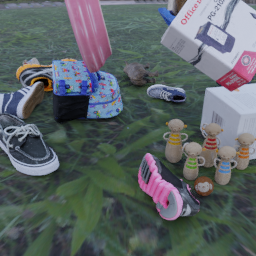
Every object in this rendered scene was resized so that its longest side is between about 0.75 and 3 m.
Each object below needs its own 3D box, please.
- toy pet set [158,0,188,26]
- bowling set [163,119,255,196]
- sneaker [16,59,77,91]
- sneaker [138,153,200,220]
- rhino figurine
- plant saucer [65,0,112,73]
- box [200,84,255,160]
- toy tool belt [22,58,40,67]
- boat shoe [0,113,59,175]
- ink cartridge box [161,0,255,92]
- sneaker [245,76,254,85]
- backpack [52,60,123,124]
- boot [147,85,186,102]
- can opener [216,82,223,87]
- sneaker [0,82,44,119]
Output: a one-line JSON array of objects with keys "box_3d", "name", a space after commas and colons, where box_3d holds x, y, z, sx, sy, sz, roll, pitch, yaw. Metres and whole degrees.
[{"box_3d": [1.192, -3.681, 7.964, 2.668, 1.417, 2.491, 5, -8, 27], "name": "toy pet set"}, {"box_3d": [1.832, 0.638, 6.134, 2.141, 1.149, 1.490, 3, 29, 6], "name": "bowling set"}, {"box_3d": [-2.872, -1.958, 11.061, 2.748, 1.075, 1.061, -15, 52, -24], "name": "sneaker"}, {"box_3d": [0.835, 1.189, 5.830, 0.870, 0.720, 1.824, 9, 26, -26], "name": "sneaker"}, {"box_3d": [0.385, -2.452, 12.049, 1.092, 0.746, 2.497, -8, 29, -13], "name": "rhino figurine"}, {"box_3d": [-1.050, -3.013, 7.430, 0.761, 3.002, 3.002, -14, 30, 0], "name": "plant saucer"}, {"box_3d": [3.669, -0.284, 7.540, 2.798, 1.364, 1.740, -7, 30, -11], "name": "box"}, {"box_3d": [-4.658, -2.922, 13.196, 0.572, 0.581, 0.930, -20, 13, 34], "name": "toy tool belt"}, {"box_3d": [-2.620, 0.283, 7.038, 0.946, 0.875, 2.563, -21, 36, -33], "name": "boat shoe"}, {"box_3d": [1.759, -1.795, 5.449, 1.799, 1.302, 0.759, 35, -11, -2], "name": "ink cartridge box"}, {"box_3d": [4.796, -2.244, 11.425, 0.534, 0.971, 1.326, 7, 30, 13], "name": "sneaker"}, {"box_3d": [-1.260, -1.219, 8.985, 2.242, 1.509, 2.047, -1, 38, -13], "name": "backpack"}, {"box_3d": [1.390, -1.226, 10.077, 1.405, 0.511, 0.635, 2, 24, 2], "name": "boot"}, {"box_3d": [4.036, -1.583, 10.760, 0.705, 0.569, 1.794, 11, 28, -40], "name": "can opener"}, {"box_3d": [-3.672, -1.038, 9.539, 1.139, 0.736, 2.099, 4, 33, 3], "name": "sneaker"}]
